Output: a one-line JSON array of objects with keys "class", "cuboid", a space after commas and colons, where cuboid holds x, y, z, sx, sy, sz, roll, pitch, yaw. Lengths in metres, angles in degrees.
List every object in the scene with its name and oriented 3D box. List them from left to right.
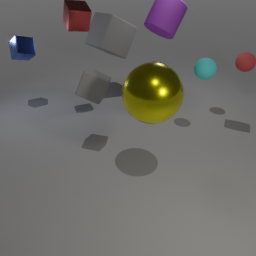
[{"class": "cube", "cuboid": [-4.025, -3.027, 10.666, 0.700, 0.700, 0.700, -8, -2, -42]}, {"class": "cube", "cuboid": [-1.615, -3.535, 8.838, 0.700, 0.700, 0.700, -8, 51, -25]}, {"class": "cube", "cuboid": [-0.939, -1.164, 7.698, 0.700, 0.700, 0.700, 23, 20, -4]}, {"class": "cube", "cuboid": [-0.742, -3.942, 11.936, 1.400, 1.400, 1.400, 12, 14, -41]}, {"class": "ball", "cuboid": [0.559, -0.781, 6.367, 1.400, 1.400, 1.400, 0, 29, 0]}, {"class": "cylinder", "cuboid": [1.592, -4.730, 11.884, 1.400, 1.400, 1.400, 26, 8, -4]}, {"class": "ball", "cuboid": [2.499, -1.909, 9.066, 0.700, 0.700, 0.700, 0, 29, 0]}, {"class": "ball", "cuboid": [4.256, -2.382, 10.131, 0.700, 0.700, 0.700, 0, 29, 0]}]
